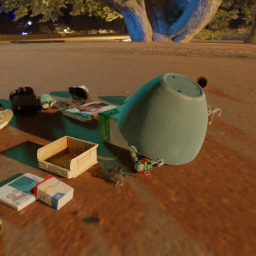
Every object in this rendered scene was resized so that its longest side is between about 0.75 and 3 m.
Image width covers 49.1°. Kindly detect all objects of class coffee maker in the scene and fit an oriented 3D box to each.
[{"bbox_3d":[-4.479,-1.168,12.668,1.584,1.111,1.649,15,14,-29],"label":"coffee maker"}]

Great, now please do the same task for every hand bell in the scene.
[{"bbox_3d":[4.707,-2.776,17.272,0.747,0.747,1.435,11,11,26],"label":"hand bell"}]

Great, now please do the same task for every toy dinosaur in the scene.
[{"bbox_3d":[-0.352,1.187,7.465,0.453,0.341,0.886,-10,26,-39],"label":"toy dinosaur"}]

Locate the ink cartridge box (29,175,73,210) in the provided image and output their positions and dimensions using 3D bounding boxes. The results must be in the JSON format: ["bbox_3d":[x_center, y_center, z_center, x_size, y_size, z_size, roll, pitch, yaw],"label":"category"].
[{"bbox_3d":[-1.812,1.463,6.581,0.921,0.310,0.535,23,30,22],"label":"ink cartridge box"}]

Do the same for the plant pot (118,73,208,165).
[{"bbox_3d":[1.277,-0.544,8.434,2.758,1.858,2.758,15,37,-11],"label":"plant pot"}]

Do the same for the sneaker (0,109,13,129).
[{"bbox_3d":[-5.594,-0.453,10.290,1.103,1.271,2.869,15,26,33],"label":"sneaker"}]

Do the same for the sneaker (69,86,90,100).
[{"bbox_3d":[-2.388,-1.954,14.850,0.817,0.684,1.845,-18,28,-33],"label":"sneaker"}]

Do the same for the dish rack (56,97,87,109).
[{"bbox_3d":[-2.695,-1.157,13.345,1.030,0.366,1.342,15,28,36],"label":"dish rack"}]

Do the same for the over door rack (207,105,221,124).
[{"bbox_3d":[2.750,-0.485,11.453,1.675,0.558,1.238,-22,27,-24],"label":"over door rack"}]

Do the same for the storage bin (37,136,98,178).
[{"bbox_3d":[-1.726,0.815,8.055,1.247,0.584,1.238,13,25,29],"label":"storage bin"}]

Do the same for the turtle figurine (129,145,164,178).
[{"bbox_3d":[0.462,0.894,7.715,1.044,0.702,1.395,26,12,16],"label":"turtle figurine"}]

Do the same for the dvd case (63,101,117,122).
[{"bbox_3d":[-1.670,-0.774,12.534,1.455,0.219,1.993,18,29,38],"label":"dvd case"}]

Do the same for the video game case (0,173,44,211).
[{"bbox_3d":[-2.566,1.523,6.883,1.032,0.134,1.134,13,25,29],"label":"video game case"}]

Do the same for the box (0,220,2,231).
[{"bbox_3d":[-4.133,1.844,5.902,2.109,0.274,2.580,-17,27,-36],"label":"box"}]

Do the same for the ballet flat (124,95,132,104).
[{"bbox_3d":[1.284,-1.607,13.592,2.994,1.040,1.040,-2,22,-3],"label":"ballet flat"}]

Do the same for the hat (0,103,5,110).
[{"bbox_3d":[-5.733,-0.785,12.084,1.440,0.581,1.440,-1,22,0],"label":"hat"}]

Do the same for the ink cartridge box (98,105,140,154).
[{"bbox_3d":[0.447,0.005,9.500,2.410,1.001,1.767,17,27,37],"label":"ink cartridge box"}]

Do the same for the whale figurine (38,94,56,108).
[{"bbox_3d":[-3.957,-1.374,13.467,0.969,0.632,1.218,-1,21,-2],"label":"whale figurine"}]
